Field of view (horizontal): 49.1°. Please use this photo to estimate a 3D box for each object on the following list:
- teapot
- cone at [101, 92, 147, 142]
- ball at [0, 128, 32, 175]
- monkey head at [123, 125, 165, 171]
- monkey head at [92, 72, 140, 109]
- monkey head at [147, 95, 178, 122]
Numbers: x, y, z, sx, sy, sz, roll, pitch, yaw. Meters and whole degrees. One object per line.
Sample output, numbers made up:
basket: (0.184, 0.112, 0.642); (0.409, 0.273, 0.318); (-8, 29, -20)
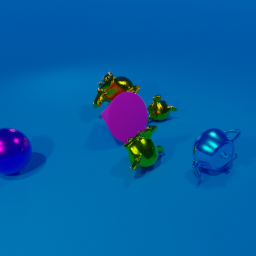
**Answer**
teapot: (1.945, 0.568, 6.332); (1.593, 0.990, 0.780); (-43, 37, -9)
cone: (-0.400, -0.347, 8.003); (1.354, 1.354, 1.359); (-23, 19, -35)
ball: (-2.708, 0.516, 6.291); (1.046, 1.046, 1.046); (0, 30, 0)
monkey head: (0.433, 0.457, 6.524); (1.378, 0.991, 0.830); (-22, 76, -51)
monkey head: (-0.436, -1.019, 8.792); (1.116, 1.332, 1.851); (31, -19, -19)
monkey head: (0.964, -0.603, 8.595); (1.079, 0.776, 0.650); (-20, 62, -7)
